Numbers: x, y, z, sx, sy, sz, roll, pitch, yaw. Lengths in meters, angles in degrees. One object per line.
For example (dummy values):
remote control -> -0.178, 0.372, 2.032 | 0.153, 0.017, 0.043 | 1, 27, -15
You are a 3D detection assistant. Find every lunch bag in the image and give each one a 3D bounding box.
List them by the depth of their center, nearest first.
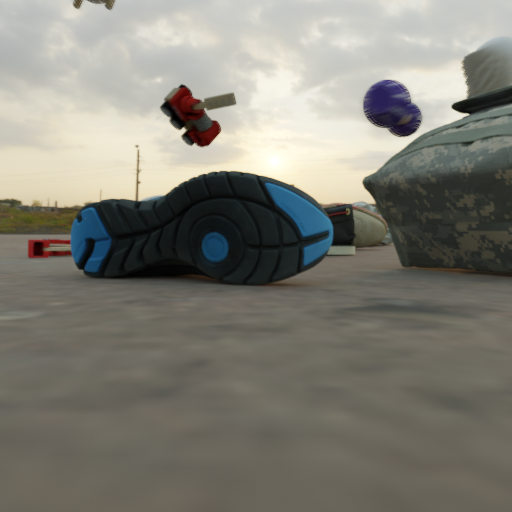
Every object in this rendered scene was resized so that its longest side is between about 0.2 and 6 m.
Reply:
lunch bag -> 2.961, -1.070, 6.200 | 2.663, 1.566, 2.184 | -36, 19, -22

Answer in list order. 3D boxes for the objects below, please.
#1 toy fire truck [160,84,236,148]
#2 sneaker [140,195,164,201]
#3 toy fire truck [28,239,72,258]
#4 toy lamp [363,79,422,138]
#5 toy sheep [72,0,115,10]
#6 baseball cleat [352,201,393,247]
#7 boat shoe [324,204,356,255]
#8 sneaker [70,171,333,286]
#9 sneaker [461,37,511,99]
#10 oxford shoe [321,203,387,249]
toy fire truck -> -1.219, -3.374, 13.465 | 1.677, 1.079, 1.476 | 25, -21, 44
sneaker -> -1.410, -0.709, 13.417 | 3.288, 1.233, 1.390 | 9, -1, -22
toy fire truck -> -3.439, -0.139, 9.841 | 1.267, 0.309, 0.894 | -1, 3, -40
toy lamp -> 1.715, -1.831, 7.021 | 0.577, 0.577, 1.982 | 1, 7, 20
toy sheep -> -1.759, -3.163, 6.181 | 1.161, 0.800, 0.800 | 16, 10, 25
baseball cleat -> 2.845, -0.728, 15.895 | 1.835, 1.202, 3.447 | -6, -10, 31
boat shoe -> 0.212, -0.487, 10.098 | 3.323, 1.041, 1.216 | -2, 4, -15
sneaker -> -0.477, -0.263, 5.382 | 2.677, 0.980, 1.097 | 1, 3, 28
sneaker -> 3.747, -2.799, 8.438 | 0.941, 0.893, 2.338 | -40, -13, 12
oxford shoe -> 1.418, -0.486, 12.590 | 3.259, 1.153, 1.203 | 2, 30, -5
